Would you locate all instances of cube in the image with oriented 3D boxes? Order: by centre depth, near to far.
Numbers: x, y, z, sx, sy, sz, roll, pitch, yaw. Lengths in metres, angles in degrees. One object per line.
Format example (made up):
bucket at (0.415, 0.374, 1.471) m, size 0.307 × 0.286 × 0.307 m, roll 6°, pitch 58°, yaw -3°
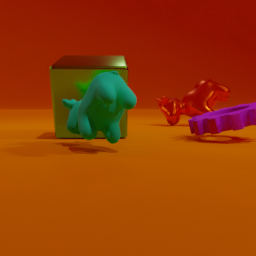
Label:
cube at (-0.604, -0.575, 4.803) m, size 1.163 × 1.163 × 1.163 m, roll 0°, pitch 22°, yaw -3°

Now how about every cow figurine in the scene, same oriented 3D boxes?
cow figurine at (-0.387, -0.272, 3.378) m, size 0.583 × 1.063 × 1.046 m, roll 11°, pitch 32°, yaw -30°
cow figurine at (1.740, -0.745, 7.777) m, size 1.649 × 1.676 × 0.920 m, roll 31°, pitch -6°, yaw 21°

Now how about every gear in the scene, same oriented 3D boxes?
gear at (1.602, -0.160, 4.412) m, size 1.247 × 0.231 × 1.247 m, roll -14°, pitch 4°, yaw 1°
